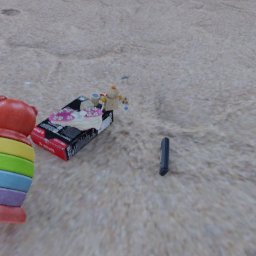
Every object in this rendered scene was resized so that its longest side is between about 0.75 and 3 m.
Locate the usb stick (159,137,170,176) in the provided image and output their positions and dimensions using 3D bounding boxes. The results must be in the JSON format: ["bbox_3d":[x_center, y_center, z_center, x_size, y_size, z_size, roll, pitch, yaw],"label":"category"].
[{"bbox_3d":[0.986,0.748,7.580,0.207,0.353,1.272,23,39,-9],"label":"usb stick"}]

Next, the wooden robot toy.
[{"bbox_3d":[-0.614,-0.975,8.456,1.736,0.788,0.765,-11,48,-29],"label":"wooden robot toy"}]

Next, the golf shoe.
[{"bbox_3d":[-1.407,-0.169,7.641,1.442,0.660,0.543,-2,41,0],"label":"golf shoe"}]

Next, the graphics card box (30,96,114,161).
[{"bbox_3d":[-1.628,-0.078,8.458,1.396,0.566,2.225,23,46,26],"label":"graphics card box"}]

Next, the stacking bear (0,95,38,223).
[{"bbox_3d":[-2.590,0.594,5.813,1.528,1.431,2.517,17,69,-28],"label":"stacking bear"}]
